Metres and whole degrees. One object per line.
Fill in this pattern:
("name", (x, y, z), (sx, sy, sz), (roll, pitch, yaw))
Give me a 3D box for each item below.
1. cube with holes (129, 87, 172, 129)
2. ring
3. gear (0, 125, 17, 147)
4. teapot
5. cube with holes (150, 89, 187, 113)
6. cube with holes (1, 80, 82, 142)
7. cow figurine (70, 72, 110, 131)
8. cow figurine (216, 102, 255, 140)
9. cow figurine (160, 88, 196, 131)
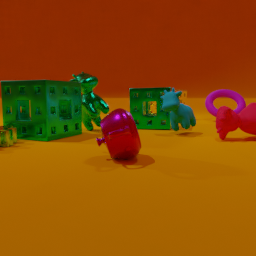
("cube with holes", (0.692, -0.555, 7.673), (1.060, 1.060, 1.060), (1, 6, 16))
("ring", (3.352, -0.824, 9.652), (1.342, 0.268, 1.342), (-4, 50, 5))
("gear", (-2.819, 0.166, 4.948), (1.565, 0.290, 1.565), (0, 7, 0))
("teapot", (-0.158, 0.117, 3.913), (0.570, 0.724, 1.164), (-18, -4, -5))
("cube with holes", (1.451, -0.905, 10.307), (1.018, 1.018, 1.018), (11, 15, 37))
("cube with holes", (-1.822, -0.411, 6.053), (1.174, 1.174, 1.174), (3, 7, 25))
("cow figurine", (-0.998, -0.700, 6.937), (0.679, 1.218, 1.238), (-24, -23, -34))
("cow figurine", (2.389, -0.100, 5.525), (1.238, 0.679, 1.218), (25, 33, 38))
("cow figurine", (1.154, -0.428, 6.359), (0.538, 0.964, 0.980), (-13, 2, 35))
